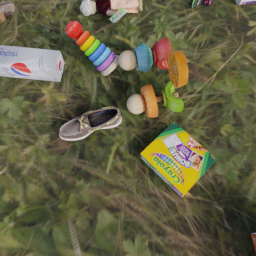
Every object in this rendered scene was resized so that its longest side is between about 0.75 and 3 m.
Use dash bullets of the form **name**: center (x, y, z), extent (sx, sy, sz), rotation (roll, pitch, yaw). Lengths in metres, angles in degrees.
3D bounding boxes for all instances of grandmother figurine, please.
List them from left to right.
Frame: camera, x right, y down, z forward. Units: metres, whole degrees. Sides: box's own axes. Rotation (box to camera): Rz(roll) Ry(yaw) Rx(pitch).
- **grandmother figurine**: center (-0.604, -4.283, 9.802), extent (2.158, 0.654, 1.309), rotation (-5, 44, 1)

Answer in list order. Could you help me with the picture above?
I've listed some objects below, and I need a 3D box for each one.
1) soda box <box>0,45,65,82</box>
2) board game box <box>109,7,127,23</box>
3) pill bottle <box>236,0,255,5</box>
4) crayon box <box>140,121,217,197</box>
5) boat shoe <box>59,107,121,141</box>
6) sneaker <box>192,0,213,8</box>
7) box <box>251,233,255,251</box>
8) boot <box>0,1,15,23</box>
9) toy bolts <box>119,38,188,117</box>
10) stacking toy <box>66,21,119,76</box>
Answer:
- **soda box**: center (-3.185, -2.026, 8.785), extent (2.201, 0.698, 0.751), rotation (7, 68, 3)
- **board game box**: center (-0.318, -3.738, 9.294), extent (0.558, 0.829, 0.121), rotation (-38, 99, 16)
- **pill bottle**: center (4.411, -4.725, 9.988), extent (0.980, 0.546, 0.546), rotation (-7, 68, -3)
- **crayon box**: center (1.363, 0.838, 7.727), extent (1.364, 0.461, 1.581), rotation (-43, 74, -16)
- **boat shoe**: center (-1.110, -0.160, 8.088), extent (1.889, 0.562, 0.679), rotation (-15, 68, -6)
- **sneaker**: center (2.771, -4.595, 10.000), extent (1.142, 0.438, 0.478), rotation (-32, 67, -11)
- **box**: center (3.811, 3.415, 6.139), extent (1.113, 1.420, 2.283), rotation (-7, 68, -3)
- **boot**: center (-4.487, -4.111, 9.878), extent (1.031, 0.362, 0.754), rotation (-15, 62, -7)
- **toy bolts**: center (0.586, -1.569, 7.842), extent (1.523, 2.097, 2.195), rotation (-11, 66, -4)
- **stacking toy**: center (-1.107, -2.448, 8.427), extent (1.823, 0.778, 0.778), rotation (41, 69, -24)
